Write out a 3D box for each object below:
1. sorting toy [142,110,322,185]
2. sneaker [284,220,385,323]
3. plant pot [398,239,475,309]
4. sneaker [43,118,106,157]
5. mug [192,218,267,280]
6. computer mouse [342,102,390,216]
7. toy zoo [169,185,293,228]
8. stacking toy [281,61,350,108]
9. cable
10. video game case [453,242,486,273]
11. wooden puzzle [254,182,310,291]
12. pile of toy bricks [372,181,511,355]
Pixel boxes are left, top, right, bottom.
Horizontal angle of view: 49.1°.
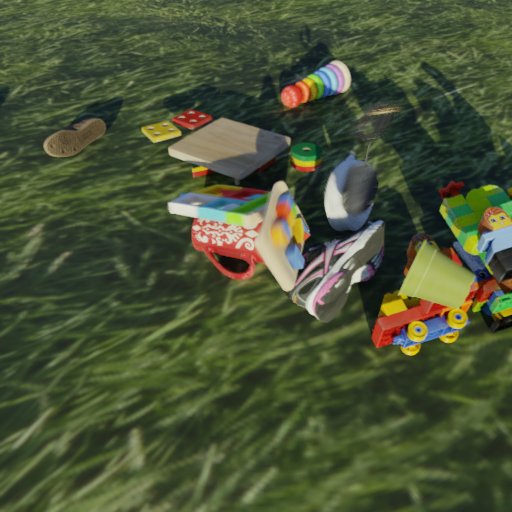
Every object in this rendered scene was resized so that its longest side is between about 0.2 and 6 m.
[{"bbox_3d":[-0.686,-2.291,12.649,4.096,0.693,1.975,23,43,26],"label":"sorting toy"},{"bbox_3d":[1.316,0.044,9.359,1.005,0.935,2.329,23,44,32],"label":"sneaker"},{"bbox_3d":[2.119,0.272,6.500,0.689,0.726,0.726,25,43,14],"label":"plant pot"},{"bbox_3d":[-4.482,-2.839,13.612,0.672,0.626,1.778,4,30,39],"label":"sneaker"},{"bbox_3d":[-0.414,-0.309,9.882,1.402,0.936,1.245,9,36,17],"label":"mug"},{"bbox_3d":[1.737,-1.486,8.762,0.533,1.817,0.309,12,18,5],"label":"computer mouse"},{"bbox_3d":[-0.561,-0.940,9.913,2.068,0.212,1.357,13,27,35],"label":"toy zoo"},{"bbox_3d":[1.633,-4.761,15.884,2.167,0.925,0.925,-31,47,-25],"label":"stacking toy"},{"bbox_3d":[1.778,-1.118,10.454,0.461,1.333,1.332,11,34,36],"label":"cable"},{"bbox_3d":[4.191,-0.020,10.136,0.939,0.111,0.855,-6,38,-9],"label":"video game case"},{"bbox_3d":[0.481,-0.304,8.399,0.294,1.175,1.269,-5,46,30],"label":"wooden puzzle"},{"bbox_3d":[3.547,-0.266,8.336,4.247,2.356,2.096,-16,58,-9],"label":"pile of toy bricks"}]
